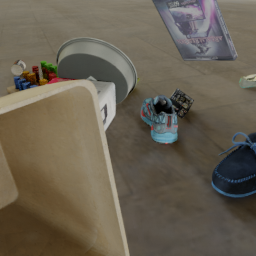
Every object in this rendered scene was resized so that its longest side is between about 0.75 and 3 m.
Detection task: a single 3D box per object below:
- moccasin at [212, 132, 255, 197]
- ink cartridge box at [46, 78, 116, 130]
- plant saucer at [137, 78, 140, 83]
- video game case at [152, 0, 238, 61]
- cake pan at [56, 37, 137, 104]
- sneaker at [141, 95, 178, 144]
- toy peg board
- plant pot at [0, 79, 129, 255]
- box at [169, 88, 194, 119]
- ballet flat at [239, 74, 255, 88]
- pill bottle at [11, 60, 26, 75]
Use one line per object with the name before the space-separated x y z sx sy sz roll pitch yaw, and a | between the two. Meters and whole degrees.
moccasin | 2.873 0.479 6.237 2.899 0.989 1.167 -25 39 -35
ink cartridge box | -1.629 -0.319 7.434 1.946 1.117 2.679 8 32 13
plant saucer | -0.507 -1.637 10.399 1.419 0.340 1.417 22 37 31
video game case | 1.716 -2.821 7.483 1.794 2.511 0.238 16 62 50
cake pan | -1.011 -1.538 8.439 2.552 2.552 0.468 8 56 13
sneaker | 0.939 -0.491 7.778 0.865 1.042 2.181 -2 29 -12
toy peg board | -3.145 -1.691 9.972 1.789 0.875 1.781 26 39 37
plant pot | -2.075 1.057 3.748 2.940 2.936 2.603 -27 28 -37
box | 1.599 -0.775 8.679 0.684 0.360 0.836 36 38 2
ballet flat | 4.903 -1.792 10.545 1.435 0.457 0.483 -4 31 -8
pill bottle | -4.613 -2.596 11.867 0.476 0.476 0.896 -3 31 -5
